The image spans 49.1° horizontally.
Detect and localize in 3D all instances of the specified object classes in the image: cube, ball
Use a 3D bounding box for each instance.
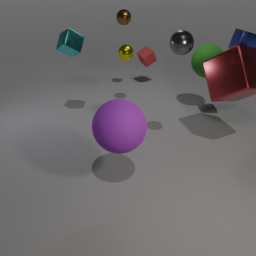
[{"bbox_3d":[1.019,-3.870,15.176,0.700,0.700,0.700,-36,49,-4],"label":"cube"},{"bbox_3d":[-2.158,-3.167,10.460,0.700,0.700,0.700,21,-15,-38],"label":"cube"},{"bbox_3d":[-0.093,-3.226,12.046,0.700,0.700,0.700,0,29,0],"label":"ball"},{"bbox_3d":[-0.218,-0.043,7.154,1.400,1.400,1.400,0,29,0],"label":"ball"},{"bbox_3d":[3.553,-1.722,9.195,1.400,1.400,1.400,-5,-9,-37],"label":"cube"},{"bbox_3d":[4.114,-3.043,9.905,0.700,0.700,0.700,13,24,-10],"label":"cube"},{"bbox_3d":[-0.195,-5.135,12.999,0.700,0.700,0.700,0,29,0],"label":"ball"},{"bbox_3d":[3.400,-2.841,11.889,1.400,1.400,1.400,0,29,0],"label":"ball"},{"bbox_3d":[1.551,-2.458,8.078,0.700,0.700,0.700,0,29,0],"label":"ball"}]
